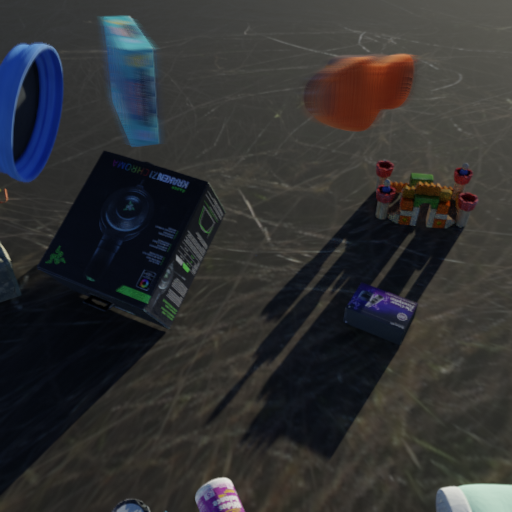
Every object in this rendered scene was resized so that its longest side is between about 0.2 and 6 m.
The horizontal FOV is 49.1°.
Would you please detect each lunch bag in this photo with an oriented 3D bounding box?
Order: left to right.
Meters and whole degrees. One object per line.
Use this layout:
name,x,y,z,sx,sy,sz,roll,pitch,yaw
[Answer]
lunch bag,-5.306,0.212,10.378,1.370,0.982,1.671,-22,43,-24

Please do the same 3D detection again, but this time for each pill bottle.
pill bottle,-0.386,3.390,7.158,0.528,0.528,0.940,-18,45,-19

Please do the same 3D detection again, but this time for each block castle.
block castle,3.643,-1.446,12.212,2.099,0.985,1.403,7,43,7

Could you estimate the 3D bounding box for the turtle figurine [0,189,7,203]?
turtle figurine,-6.143,-1.340,12.543,0.947,0.378,1.175,-36,64,-22

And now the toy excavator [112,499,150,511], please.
toy excavator,-0.882,3.711,6.618,2.023,1.010,1.967,32,52,15

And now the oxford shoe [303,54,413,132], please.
oxford shoe,1.563,-2.872,9.633,1.187,1.161,3.256,19,28,31

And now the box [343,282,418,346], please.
box,2.198,1.009,9.903,1.078,0.425,0.761,21,48,21

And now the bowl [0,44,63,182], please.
bowl,-3.574,-2.231,8.735,0.418,2.129,2.129,13,42,-5

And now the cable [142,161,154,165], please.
cable,-2.823,-2.067,13.451,0.844,0.263,1.035,-21,45,-22

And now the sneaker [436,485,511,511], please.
sneaker,3.405,3.887,6.027,1.888,1.178,3.201,-9,40,-1

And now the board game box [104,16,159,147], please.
board game box,-2.414,-3.406,10.780,0.549,1.767,2.341,-10,38,-17

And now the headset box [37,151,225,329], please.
headset box,-2.209,-0.231,10.026,2.311,1.231,2.654,19,74,20
